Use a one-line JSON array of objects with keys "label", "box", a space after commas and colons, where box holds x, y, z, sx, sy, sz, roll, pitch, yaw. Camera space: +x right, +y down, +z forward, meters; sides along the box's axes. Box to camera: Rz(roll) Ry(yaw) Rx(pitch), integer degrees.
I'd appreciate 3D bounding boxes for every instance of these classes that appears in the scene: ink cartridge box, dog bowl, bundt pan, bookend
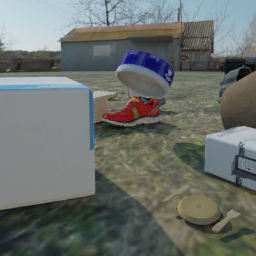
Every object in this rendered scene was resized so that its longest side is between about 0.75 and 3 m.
[{"label": "ink cartridge box", "box": [-1.894, -0.020, 5.594, 1.847, 1.896, 2.950, -4, 16, -19]}, {"label": "dog bowl", "box": [0.509, -1.563, 8.412, 1.685, 0.664, 1.685, 21, -12, 5]}, {"label": "ink cartridge box", "box": [2.652, 0.607, 5.388, 1.390, 0.798, 1.914, -10, 18, -35]}, {"label": "bundt pan", "box": [3.779, -1.048, 9.690, 2.088, 2.088, 0.784, -14, 8, -44]}, {"label": "bookend", "box": [5.319, -1.924, 12.498, 1.035, 2.248, 2.234, -3, 14, -13]}]

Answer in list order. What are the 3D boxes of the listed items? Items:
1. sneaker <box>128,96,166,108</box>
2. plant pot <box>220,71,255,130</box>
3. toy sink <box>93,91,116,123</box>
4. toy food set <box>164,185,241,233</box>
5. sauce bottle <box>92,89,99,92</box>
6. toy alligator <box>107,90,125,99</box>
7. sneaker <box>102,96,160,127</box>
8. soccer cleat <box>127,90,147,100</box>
[{"label": "sneaker", "box": [0.832, -1.092, 12.206, 1.745, 0.730, 1.054, -7, 9, 3]}, {"label": "plant pot", "box": [3.778, -0.504, 6.889, 2.842, 2.842, 2.479, -11, -1, -38]}, {"label": "toy sink", "box": [-1.365, -0.730, 10.368, 1.139, 0.979, 1.747, 14, 25, 43]}, {"label": "toy food set", "box": [1.077, 1.250, 4.217, 0.681, 0.198, 0.986, -20, 29, -36]}, {"label": "sauce bottle", "box": [-2.380, -1.503, 13.876, 0.748, 0.748, 2.266, 12, 17, 40]}, {"label": "toy alligator", "box": [-0.985, -1.838, 15.925, 1.613, 0.478, 0.438, -5, -25, -21]}, {"label": "sneaker", "box": [0.112, -0.629, 9.877, 2.352, 0.999, 0.906, -9, 17, -33]}, {"label": "soccer cleat", "box": [0.811, -2.131, 15.991, 1.222, 0.985, 2.869, 1, 9, 22]}]
